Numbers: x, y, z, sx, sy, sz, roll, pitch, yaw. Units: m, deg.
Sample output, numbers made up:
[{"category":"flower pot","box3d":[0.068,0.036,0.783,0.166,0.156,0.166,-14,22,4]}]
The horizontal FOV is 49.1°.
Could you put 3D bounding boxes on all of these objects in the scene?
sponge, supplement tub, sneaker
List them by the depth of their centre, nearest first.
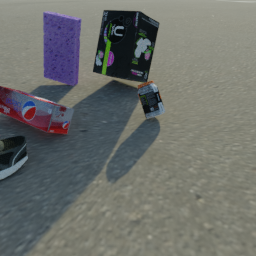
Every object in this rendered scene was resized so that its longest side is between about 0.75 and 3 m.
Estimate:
[{"category":"sneaker","box3d":[-3.551,0.602,6.066,2.732,1.179,1.097,-20,35,-30]},{"category":"supplement tub","box3d":[0.693,-0.877,8.575,0.649,1.059,0.649,-18,6,2]},{"category":"sponge","box3d":[-2.533,-2.976,10.668,1.408,2.523,0.376,16,31,12]}]

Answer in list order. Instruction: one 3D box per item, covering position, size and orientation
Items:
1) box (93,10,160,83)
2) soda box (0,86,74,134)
[{"category":"box","box3d":[-0.079,-3.035,10.615,1.743,2.346,1.458,17,10,33]},{"category":"soda box","box3d":[-2.796,-0.544,8.148,2.447,0.776,0.857,18,5,30]}]
